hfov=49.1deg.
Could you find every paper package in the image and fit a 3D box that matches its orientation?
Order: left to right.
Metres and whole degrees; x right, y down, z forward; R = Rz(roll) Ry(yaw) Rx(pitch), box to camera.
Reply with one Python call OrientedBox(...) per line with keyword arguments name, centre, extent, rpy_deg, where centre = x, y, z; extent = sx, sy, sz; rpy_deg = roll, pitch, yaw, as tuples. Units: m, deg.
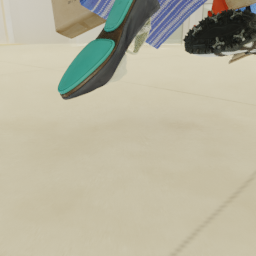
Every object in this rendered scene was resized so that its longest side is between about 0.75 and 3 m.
OrientedBox(name="paper package", centre=(-1.422, -3.682, 8.269), extent=(1.578, 1.504, 0.817), rpy_deg=(-16, -10, 24))

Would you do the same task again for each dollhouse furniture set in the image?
OrientedBox(name="dollhouse furniture set", centre=(2.380, -2.869, 7.302), extent=(1.281, 2.486, 2.459), rpy_deg=(-22, -1, 14))

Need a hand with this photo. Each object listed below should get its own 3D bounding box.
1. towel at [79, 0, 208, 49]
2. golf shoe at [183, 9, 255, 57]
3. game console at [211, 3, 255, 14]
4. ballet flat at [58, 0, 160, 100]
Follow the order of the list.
OrientedBox(name="towel", centre=(0.488, -3.387, 7.411), extent=(2.981, 2.158, 0.355), rpy_deg=(17, 47, -38))
OrientedBox(name="golf shoe", centre=(2.413, -1.744, 5.499), extent=(2.545, 0.989, 1.202), rpy_deg=(-8, -25, 24))
OrientedBox(name="game console", centre=(3.598, -3.476, 8.725), extent=(1.168, 2.007, 1.765), rpy_deg=(0, -13, -10))
OrientedBox(name="ballet flat", centre=(-0.198, -1.369, 4.760), extent=(0.904, 2.476, 0.904), rpy_deg=(30, -8, 5))
